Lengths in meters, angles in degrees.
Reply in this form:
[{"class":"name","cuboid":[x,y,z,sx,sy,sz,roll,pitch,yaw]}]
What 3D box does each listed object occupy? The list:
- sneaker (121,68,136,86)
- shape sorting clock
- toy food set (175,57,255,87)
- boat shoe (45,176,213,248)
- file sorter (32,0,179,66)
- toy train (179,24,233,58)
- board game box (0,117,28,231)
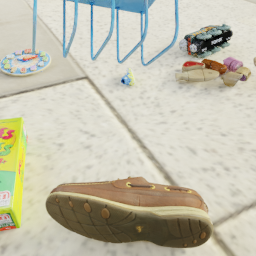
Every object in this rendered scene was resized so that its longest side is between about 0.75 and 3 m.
[{"class":"sneaker","cuboid":[-0.045,-1.647,8.964,0.435,0.314,0.828,-9,41,-10]},{"class":"shape sorting clock","cuboid":[-3.575,-2.332,9.777,1.738,0.341,1.738,0,39,0]},{"class":"toy food set","cuboid":[2.959,-1.859,9.200,2.700,0.425,1.716,2,38,15]},{"class":"boat shoe","cuboid":[0.020,1.353,4.853,2.755,0.992,0.931,7,34,0]},{"class":"file sorter","cuboid":[-0.551,-2.365,5.687,2.751,1.688,1.909,1,-5,-20]},{"class":"toy train","cuboid":[2.969,-3.349,10.657,2.215,0.944,1.262,-29,35,-28]},{"class":"board game box","cuboid":[-2.833,0.843,5.669,1.321,0.619,2.601,-8,40,-10]}]
